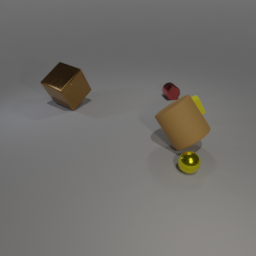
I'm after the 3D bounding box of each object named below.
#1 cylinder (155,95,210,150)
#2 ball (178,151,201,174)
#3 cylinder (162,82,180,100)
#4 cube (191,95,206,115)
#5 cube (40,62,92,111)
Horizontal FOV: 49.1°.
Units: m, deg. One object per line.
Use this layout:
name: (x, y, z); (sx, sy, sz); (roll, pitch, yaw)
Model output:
cylinder: (1.867, -0.196, 9.629); (1.400, 1.400, 1.400); (-33, 5, 3)
ball: (1.914, 1.069, 8.724); (0.700, 0.700, 0.700); (0, 29, 0)
cylinder: (2.154, -1.842, 13.988); (0.700, 0.700, 0.700); (-7, 30, -12)
cube: (2.746, -0.865, 11.789); (0.700, 0.700, 0.700); (-26, 15, 11)
cube: (-2.801, -1.914, 12.819); (1.400, 1.400, 1.400); (24, 66, 30)
